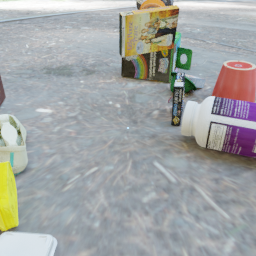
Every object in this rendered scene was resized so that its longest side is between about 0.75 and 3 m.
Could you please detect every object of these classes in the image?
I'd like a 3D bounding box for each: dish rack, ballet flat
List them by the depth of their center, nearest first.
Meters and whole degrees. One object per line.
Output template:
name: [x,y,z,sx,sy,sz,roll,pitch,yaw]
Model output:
dish rack: [-1.710,1.984,4.411,1.014,0.221,0.870,3,30,3]
ballet flat: [-2.971,0.134,6.962,0.913,0.913,2.628,-15,33,-24]

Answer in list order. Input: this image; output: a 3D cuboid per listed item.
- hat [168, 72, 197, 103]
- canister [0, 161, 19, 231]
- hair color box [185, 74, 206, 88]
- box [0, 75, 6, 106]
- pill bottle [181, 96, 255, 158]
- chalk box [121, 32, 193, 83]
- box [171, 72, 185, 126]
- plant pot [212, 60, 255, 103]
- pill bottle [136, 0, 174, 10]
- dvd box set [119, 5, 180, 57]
hat: [1.685,-1.273,10.079,1.080,1.148,1.304,33,-1,41]
canister: [-2.988,1.358,4.919,1.850,0.801,1.374,-12,32,-17]
hair color box: [2.305,-1.752,10.383,1.175,0.356,0.582,-4,25,-45]
box: [-5.498,-1.370,8.047,2.859,2.348,2.372,-3,30,-6]
pill bottle: [2.537,-0.045,6.822,2.307,1.297,1.297,12,32,18]
chalk box: [1.266,-2.986,11.534,2.740,1.710,1.698,11,32,15]
box: [1.505,-0.880,8.335,0.308,1.238,1.229,6,30,13]
plant pot: [3.609,-1.506,9.387,1.444,1.278,1.444,-1,30,0]
pill bottle: [0.818,-3.883,8.088,1.075,1.075,2.023,5,58,9]
dvd box set: [0.451,-2.128,6.184,1.331,0.974,0.196,-14,46,-16]
